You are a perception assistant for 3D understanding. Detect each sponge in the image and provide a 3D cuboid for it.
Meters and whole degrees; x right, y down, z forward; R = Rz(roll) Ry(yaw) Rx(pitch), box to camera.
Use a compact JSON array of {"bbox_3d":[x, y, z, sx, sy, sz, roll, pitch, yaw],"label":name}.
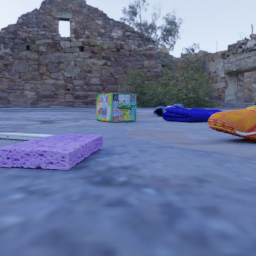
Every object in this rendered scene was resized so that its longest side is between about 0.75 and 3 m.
[{"bbox_3d":[-0.814,0.238,3.307,0.749,0.200,1.342,0,5,9],"label":"sponge"}]

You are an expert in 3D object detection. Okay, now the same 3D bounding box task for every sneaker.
[{"bbox_3d":[2.504,-0.229,4.688,2.386,0.920,0.871,-2,6,-4],"label":"sneaker"},{"bbox_3d":[2.008,-0.814,13.969,1.676,0.631,0.657,-7,7,32],"label":"sneaker"}]

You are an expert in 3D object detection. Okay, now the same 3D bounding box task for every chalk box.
[{"bbox_3d":[-0.331,-0.704,9.812,0.997,0.992,1.602,-1,6,-31],"label":"chalk box"}]

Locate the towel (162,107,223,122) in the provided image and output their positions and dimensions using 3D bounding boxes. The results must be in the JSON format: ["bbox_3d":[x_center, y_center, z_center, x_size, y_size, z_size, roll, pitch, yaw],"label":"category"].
[{"bbox_3d":[2.437,-0.513,10.298,2.026,0.502,1.496,-4,5,-38],"label":"towel"}]

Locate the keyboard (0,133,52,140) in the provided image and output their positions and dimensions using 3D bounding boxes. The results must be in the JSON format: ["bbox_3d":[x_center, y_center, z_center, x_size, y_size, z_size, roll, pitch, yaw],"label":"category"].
[{"bbox_3d":[-1.460,0.150,4.899,1.988,0.106,0.560,2,5,23],"label":"keyboard"}]
